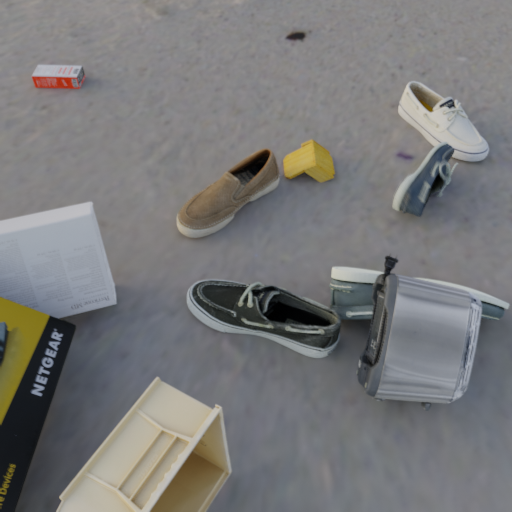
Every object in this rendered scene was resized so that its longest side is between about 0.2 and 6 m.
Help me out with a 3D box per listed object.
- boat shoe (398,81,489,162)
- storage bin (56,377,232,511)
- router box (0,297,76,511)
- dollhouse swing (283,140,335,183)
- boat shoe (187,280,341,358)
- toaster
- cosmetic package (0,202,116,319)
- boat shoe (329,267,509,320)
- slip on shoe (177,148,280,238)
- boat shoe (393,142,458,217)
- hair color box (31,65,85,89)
[{"bbox_3d":[3.777,-2.773,11.244,0.803,0.791,2.264,-23,54,-19],"label":"boat shoe"},{"bbox_3d":[-1.138,2.563,6.088,0.837,1.786,1.773,24,54,21],"label":"storage bin"},{"bbox_3d":[-3.869,1.876,6.430,2.604,0.865,3.312,25,47,-23],"label":"router box"},{"bbox_3d":[1.008,-1.710,10.779,0.699,0.677,0.770,29,40,-31],"label":"dollhouse swing"},{"bbox_3d":[0.093,0.738,8.289,2.408,0.767,0.851,15,51,12],"label":"boat shoe"},{"bbox_3d":[2.152,1.033,7.468,1.269,1.117,1.965,10,90,1],"label":"toaster"},{"bbox_3d":[-3.963,0.356,8.066,3.553,1.466,0.900,-13,21,-12],"label":"cosmetic package"},{"bbox_3d":[2.401,0.746,8.443,2.671,0.972,0.825,9,94,-1],"label":"boat shoe"},{"bbox_3d":[-0.478,-1.158,9.945,2.268,0.687,0.862,-32,57,-24],"label":"slip on shoe"},{"bbox_3d":[3.153,-1.387,10.075,0.592,0.717,1.915,29,52,25],"label":"boat shoe"},{"bbox_3d":[-4.449,-4.042,12.633,1.024,0.313,0.520,2,49,3],"label":"hair color box"}]
